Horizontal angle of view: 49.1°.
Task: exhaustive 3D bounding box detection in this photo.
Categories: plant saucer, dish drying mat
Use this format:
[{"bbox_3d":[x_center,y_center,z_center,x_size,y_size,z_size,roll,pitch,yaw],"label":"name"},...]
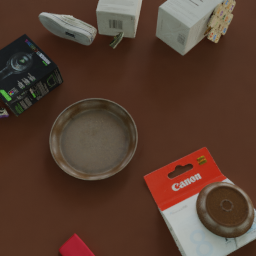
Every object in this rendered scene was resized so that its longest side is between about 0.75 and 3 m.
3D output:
[{"bbox_3d":[-1.068,0.341,8.889,2.732,0.438,2.732,0,68,0],"label":"plant saucer"},{"bbox_3d":[2.634,2.125,7.538,1.554,0.284,1.554,-2,57,3],"label":"plant saucer"},{"bbox_3d":[-1.121,3.738,7.599,0.655,0.155,1.705,-42,74,-15],"label":"dish drying mat"}]

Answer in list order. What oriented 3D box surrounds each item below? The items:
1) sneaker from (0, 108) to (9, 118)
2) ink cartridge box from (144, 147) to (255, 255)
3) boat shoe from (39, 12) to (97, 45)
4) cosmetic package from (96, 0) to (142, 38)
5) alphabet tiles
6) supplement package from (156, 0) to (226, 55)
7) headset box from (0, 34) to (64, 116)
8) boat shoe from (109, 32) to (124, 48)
[{"bbox_3d":[-4.342,-0.468,9.313,0.831,0.347,0.335,8,59,21],"label":"sneaker"},{"bbox_3d":[2.101,2.131,7.993,2.309,0.682,2.885,-24,70,-10],"label":"ink cartridge box"},{"bbox_3d":[-2.227,-3.865,10.504,2.200,0.792,0.723,22,64,8],"label":"boat shoe"},{"bbox_3d":[-0.213,-4.908,10.670,1.464,1.154,2.720,9,64,5],"label":"cosmetic package"},{"bbox_3d":[3.350,-3.884,10.069,0.114,1.566,1.532,33,112,29],"label":"alphabet tiles"},{"bbox_3d":[2.445,-4.206,10.249,2.578,1.466,1.412,-43,72,-16],"label":"supplement package"},{"bbox_3d":[-3.686,-1.762,9.464,2.184,1.013,1.901,-40,73,-15],"label":"headset box"},{"bbox_3d":[-0.421,-3.232,10.226,0.228,0.763,0.273,24,49,-23],"label":"boat shoe"}]
